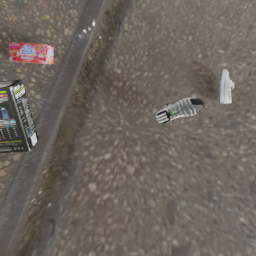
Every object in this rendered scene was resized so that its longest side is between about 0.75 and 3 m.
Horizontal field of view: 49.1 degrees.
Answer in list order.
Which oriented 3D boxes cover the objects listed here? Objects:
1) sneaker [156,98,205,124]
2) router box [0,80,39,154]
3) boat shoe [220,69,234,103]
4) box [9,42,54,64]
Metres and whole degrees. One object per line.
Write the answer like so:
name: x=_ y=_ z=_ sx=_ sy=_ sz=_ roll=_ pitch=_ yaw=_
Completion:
sneaker: x=1.397 y=-0.575 z=7.693 sx=1.319 sy=0.761 sz=0.495 roll=-17 pitch=106 yaw=12
router box: x=-3.709 y=-0.232 z=7.271 sx=2.336 sy=0.726 sz=1.751 roll=-4 pitch=115 yaw=7
boat shoe: x=2.984 y=-1.242 z=8.384 sx=0.374 sy=0.379 sz=1.070 roll=4 pitch=74 yaw=13
box: x=-2.934 y=-2.276 z=8.538 sx=1.188 sy=0.592 sz=0.567 roll=6 pitch=101 yaw=8
